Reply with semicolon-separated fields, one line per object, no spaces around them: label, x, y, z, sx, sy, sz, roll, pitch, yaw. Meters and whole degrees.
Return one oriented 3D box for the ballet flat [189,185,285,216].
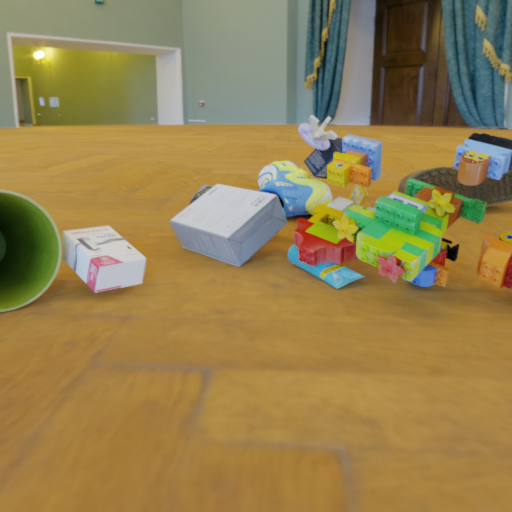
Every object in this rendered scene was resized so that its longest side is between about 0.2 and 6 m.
ballet flat;-0.530;-0.820;11.418;0.954;0.954;2.652;-13;21;-37

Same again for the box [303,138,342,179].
box;1.672;-2.173;12.441;0.847;0.840;0.522;-3;55;-50

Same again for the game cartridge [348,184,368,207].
game cartridge;2.042;-1.171;11.304;0.095;0.588;0.518;4;44;-19

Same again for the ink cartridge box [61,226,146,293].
ink cartridge box;-2.213;0.018;8.060;0.785;0.457;1.077;-11;35;-44

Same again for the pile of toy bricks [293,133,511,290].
pile of toy bricks;2.116;-0.330;7.552;4.071;2.259;2.010;24;46;35

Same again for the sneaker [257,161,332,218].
sneaker;0.454;-1.588;13.251;1.528;1.102;2.909;-9;20;-27

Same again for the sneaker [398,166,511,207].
sneaker;4.738;-1.581;13.502;3.442;1.154;1.545;-7;6;-16

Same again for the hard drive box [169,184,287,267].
hard drive box;-0.505;-0.594;9.852;1.281;0.631;1.643;-42;38;-26

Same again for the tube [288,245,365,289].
tube;1.027;0.175;8.756;0.543;0.354;1.403;-24;31;-24

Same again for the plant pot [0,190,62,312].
plant pot;-3.762;-0.103;7.884;1.583;1.583;1.692;-11;9;-32

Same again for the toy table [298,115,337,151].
toy table;1.278;-2.539;11.491;0.742;0.434;0.682;27;56;-14
